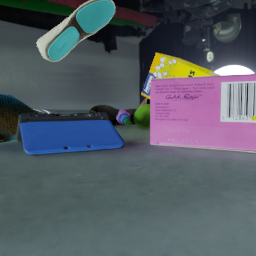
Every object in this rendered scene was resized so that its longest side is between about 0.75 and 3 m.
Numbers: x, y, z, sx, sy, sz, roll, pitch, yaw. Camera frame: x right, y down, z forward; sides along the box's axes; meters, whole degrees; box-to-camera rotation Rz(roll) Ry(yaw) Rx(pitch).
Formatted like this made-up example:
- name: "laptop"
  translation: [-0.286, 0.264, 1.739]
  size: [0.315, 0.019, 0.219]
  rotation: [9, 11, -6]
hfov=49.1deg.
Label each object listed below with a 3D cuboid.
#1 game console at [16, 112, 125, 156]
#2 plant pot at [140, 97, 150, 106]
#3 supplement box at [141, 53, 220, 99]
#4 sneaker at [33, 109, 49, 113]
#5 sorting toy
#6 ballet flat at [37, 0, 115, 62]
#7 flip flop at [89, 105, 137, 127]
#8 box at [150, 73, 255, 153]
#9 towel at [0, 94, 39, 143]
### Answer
- name: "game console"
  translation: [-1.181, 0.271, 5.460]
  size: [1.765, 1.044, 1.506]
  rotation: [-2, -26, -25]
- name: "plant pot"
  translation: [0.988, -0.675, 11.219]
  size: [1.368, 1.368, 1.463]
  rotation: [-2, -10, -24]
- name: "supplement box"
  translation: [2.133, -1.226, 9.234]
  size: [2.838, 1.545, 1.554]
  rotation: [33, 23, 33]
- name: "sneaker"
  translation: [-4.001, -0.436, 10.025]
  size: [2.262, 0.827, 1.266]
  rotation: [1, 4, -5]
- name: "sorting toy"
  translation: [0.906, -0.240, 9.495]
  size: [2.543, 0.882, 0.876]
  rotation: [0, 28, -24]
- name: "ballet flat"
  translation: [-1.619, -3.096, 8.531]
  size: [2.737, 0.951, 0.951]
  rotation: [-42, 17, -13]
- name: "flip flop"
  translation: [-0.398, -0.388, 10.332]
  size: [2.048, 0.830, 0.590]
  rotation: [1, -12, -8]
- name: "box"
  translation: [2.135, -0.363, 6.000]
  size: [2.416, 1.328, 2.747]
  rotation: [3, 5, 31]
- name: "towel"
  translation: [-3.023, -0.293, 6.595]
  size: [1.952, 0.289, 2.662]
  rotation: [31, 13, 11]
